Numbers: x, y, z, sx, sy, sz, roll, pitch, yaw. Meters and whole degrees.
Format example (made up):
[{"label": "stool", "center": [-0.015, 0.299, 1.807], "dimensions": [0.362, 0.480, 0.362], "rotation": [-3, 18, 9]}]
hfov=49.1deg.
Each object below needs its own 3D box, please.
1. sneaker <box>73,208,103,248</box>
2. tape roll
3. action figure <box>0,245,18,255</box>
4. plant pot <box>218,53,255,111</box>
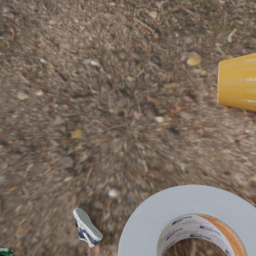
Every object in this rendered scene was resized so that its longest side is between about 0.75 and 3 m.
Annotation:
[{"label": "sneaker", "center": [-0.962, 2.186, 6.118], "dimensions": [0.926, 0.363, 0.368], "rotation": [43, 104, 32]}, {"label": "tape roll", "center": [1.306, 2.494, 5.130], "dimensions": [2.915, 0.963, 2.915], "rotation": [-4, 42, 4]}, {"label": "action figure", "center": [-2.438, 2.494, 5.563], "dimensions": [1.058, 0.625, 0.289], "rotation": [30, 71, 0]}, {"label": "plant pot", "center": [3.277, -1.213, 7.423], "dimensions": [1.677, 1.832, 1.832], "rotation": [3, 59, 20]}]
